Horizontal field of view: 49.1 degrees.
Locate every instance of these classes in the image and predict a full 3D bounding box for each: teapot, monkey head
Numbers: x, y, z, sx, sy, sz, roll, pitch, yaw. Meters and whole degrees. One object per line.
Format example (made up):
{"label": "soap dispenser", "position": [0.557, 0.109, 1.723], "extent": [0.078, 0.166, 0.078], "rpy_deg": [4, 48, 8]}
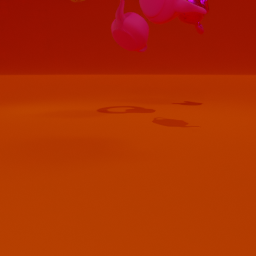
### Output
{"label": "teapot", "position": [0.832, -2.723, 5.795], "extent": [0.871, 1.106, 1.778], "rpy_deg": [-16, 48, -32]}
{"label": "teapot", "position": [0.096, -2.964, 8.334], "extent": [1.168, 0.919, 1.878], "rpy_deg": [19, -21, 41]}
{"label": "monkey head", "position": [2.124, -4.136, 9.901], "extent": [1.805, 1.087, 1.298], "rpy_deg": [42, -12, -9]}

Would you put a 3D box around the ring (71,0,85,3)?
{"label": "ring", "position": [-0.828, -4.042, 7.766], "extent": [1.864, 0.373, 1.864], "rpy_deg": [-24, 19, 9]}
